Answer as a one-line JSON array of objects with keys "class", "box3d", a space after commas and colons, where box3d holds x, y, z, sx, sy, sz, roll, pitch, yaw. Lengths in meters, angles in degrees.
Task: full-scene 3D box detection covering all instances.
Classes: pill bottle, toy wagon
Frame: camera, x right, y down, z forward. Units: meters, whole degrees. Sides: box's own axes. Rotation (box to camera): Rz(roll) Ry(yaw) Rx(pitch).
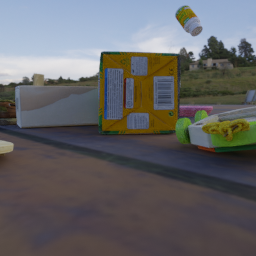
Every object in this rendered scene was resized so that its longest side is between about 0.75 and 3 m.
[{"class": "pill bottle", "box3d": [2.288, -3.970, 10.432, 0.643, 1.158, 0.643, -20, -28, -11]}, {"class": "toy wagon", "box3d": [1.756, -0.052, 4.133, 2.031, 0.518, 2.617, -9, 6, 35]}]

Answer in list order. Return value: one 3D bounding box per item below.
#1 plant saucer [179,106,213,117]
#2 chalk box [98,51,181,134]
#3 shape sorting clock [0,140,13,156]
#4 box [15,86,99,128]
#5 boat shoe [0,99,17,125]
[{"class": "plant saucer", "box3d": [3.012, -0.786, 13.110, 1.819, 0.461, 1.819, 0, 5, 0]}, {"class": "chalk box", "box3d": [0.092, -0.869, 7.367, 1.791, 1.803, 2.889, 0, 5, -7]}, {"class": "shape sorting clock", "box3d": [-2.675, 0.181, 3.118, 2.601, 0.510, 2.601, 1, 1, 0]}, {"class": "box", "box3d": [-1.780, -0.669, 8.442, 2.916, 1.133, 1.384, -4, 7, -27]}, {"class": "boat shoe", "box3d": [-3.446, -0.596, 9.370, 0.866, 0.818, 2.407, 1, 6, 13]}]
